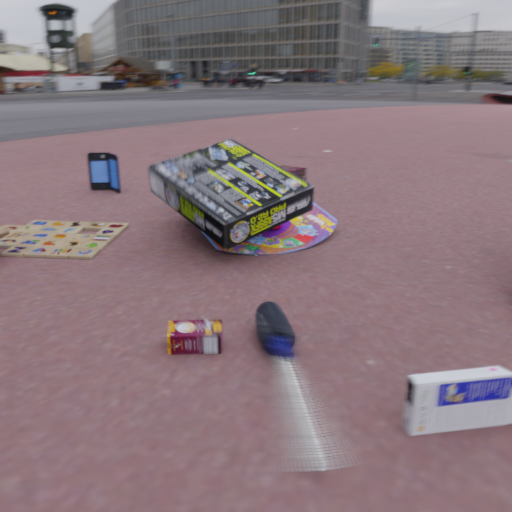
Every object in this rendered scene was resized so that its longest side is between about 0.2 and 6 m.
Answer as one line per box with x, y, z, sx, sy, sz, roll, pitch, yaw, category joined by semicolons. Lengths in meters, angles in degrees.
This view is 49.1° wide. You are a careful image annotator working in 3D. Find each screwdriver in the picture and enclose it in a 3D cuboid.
0.403;1.219;6.054;0.444;0.425;3.050;-32;21;-1;screwdriver

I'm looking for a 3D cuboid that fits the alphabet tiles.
-4.070;-0.356;11.039;2.545;0.096;2.127;2;20;6;alphabet tiles

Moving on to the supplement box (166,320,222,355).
-0.746;0.994;6.870;0.658;0.282;0.363;-1;26;-2;supplement box

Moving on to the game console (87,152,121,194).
-4.017;-2.183;14.774;0.877;1.027;0.608;-2;18;-5;game console

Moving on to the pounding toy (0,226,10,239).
-5.185;0.010;9.152;1.515;1.520;2.650;-25;5;14;pounding toy

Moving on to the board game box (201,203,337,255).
-0.011;-1.207;11.487;2.756;0.679;3.488;-13;35;-24;board game box

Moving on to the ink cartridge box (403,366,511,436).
2.032;1.382;5.381;1.211;0.573;0.225;-3;20;-7;ink cartridge box

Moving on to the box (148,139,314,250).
-0.503;-1.250;10.400;2.016;0.557;2.517;-26;45;-31;box

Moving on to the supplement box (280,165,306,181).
0.648;-2.157;15.545;0.829;0.464;1.524;14;25;36;supplement box
